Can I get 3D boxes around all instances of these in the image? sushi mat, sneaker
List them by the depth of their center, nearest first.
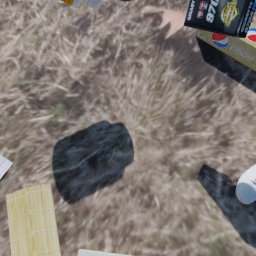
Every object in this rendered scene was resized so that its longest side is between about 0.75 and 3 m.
[{"bbox_3d":[-2.332,2.655,6.958,1.160,0.147,2.425,-13,67,-6],"label":"sushi mat"},{"bbox_3d":[3.546,1.121,7.147,0.680,1.066,1.845,42,74,15],"label":"sneaker"}]

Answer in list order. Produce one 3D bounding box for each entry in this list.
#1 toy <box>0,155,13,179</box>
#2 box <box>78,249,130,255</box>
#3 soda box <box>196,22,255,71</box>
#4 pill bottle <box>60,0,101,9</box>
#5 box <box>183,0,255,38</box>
[{"bbox_3d":[-4.228,0.892,7.593,1.805,0.426,1.039,28,70,12],"label":"toy"},{"bbox_3d":[-0.118,3.326,6.346,2.115,0.723,0.869,7,66,4],"label":"box"},{"bbox_3d":[3.558,-2.863,8.999,2.621,0.888,0.839,38,71,16],"label":"soda box"},{"bbox_3d":[-1.614,-3.717,6.641,2.198,1.201,1.201,19,65,-21],"label":"pill bottle"},{"bbox_3d":[2.076,-2.965,5.937,0.419,1.822,1.448,-8,30,-42],"label":"box"}]
